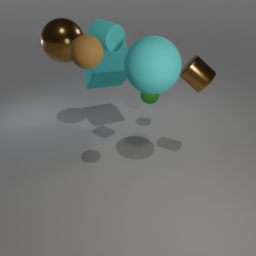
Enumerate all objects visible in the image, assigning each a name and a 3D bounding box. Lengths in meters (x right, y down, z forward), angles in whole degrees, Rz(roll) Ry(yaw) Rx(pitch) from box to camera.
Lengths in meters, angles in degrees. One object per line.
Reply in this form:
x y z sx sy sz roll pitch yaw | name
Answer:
1.827 -1.434 7.408 0.700 0.700 0.700 40 30 -9 | cylinder
-0.568 -2.438 7.393 0.700 0.700 0.700 29 40 31 | cylinder
-0.838 -2.362 10.102 1.400 1.400 1.400 -10 -10 -20 | cube
0.822 -1.252 10.510 0.700 0.700 0.700 0 29 0 | ball
-0.876 -1.604 5.910 0.700 0.700 0.700 0 29 0 | ball
-2.124 -2.858 9.178 1.400 1.400 1.400 0 29 0 | ball
0.607 -1.540 6.913 1.400 1.400 1.400 0 29 0 | ball
